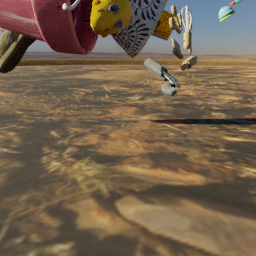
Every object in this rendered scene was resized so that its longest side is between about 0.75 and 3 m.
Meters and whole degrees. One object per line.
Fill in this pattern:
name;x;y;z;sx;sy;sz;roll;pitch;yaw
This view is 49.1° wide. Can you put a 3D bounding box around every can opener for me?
can opener;0.737;-1.174;6.461;0.446;0.356;1.333;-44;45;1

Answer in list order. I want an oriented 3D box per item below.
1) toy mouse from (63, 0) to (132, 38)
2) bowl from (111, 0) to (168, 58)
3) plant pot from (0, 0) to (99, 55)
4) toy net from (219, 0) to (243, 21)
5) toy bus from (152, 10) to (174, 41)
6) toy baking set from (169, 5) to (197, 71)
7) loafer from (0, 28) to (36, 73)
toy mouse;-0.374;-2.133;3.416;0.433;1.987;2.236;-4;29;18
bowl;0.065;-2.404;5.382;0.881;1.877;1.877;21;10;-16
plant pot;-1.738;-2.697;5.255;2.173;2.427;2.427;7;16;5
toy net;3.648;-3.962;8.695;1.757;0.339;0.922;-25;11;33
toy bus;0.626;-4.340;11.001;2.410;0.784;0.944;18;-22;-6
toy baking set;1.986;-3.058;9.417;0.310;2.047;2.667;-4;17;30
loafer;-3.281;-2.829;8.361;0.851;2.525;0.960;39;1;-3
